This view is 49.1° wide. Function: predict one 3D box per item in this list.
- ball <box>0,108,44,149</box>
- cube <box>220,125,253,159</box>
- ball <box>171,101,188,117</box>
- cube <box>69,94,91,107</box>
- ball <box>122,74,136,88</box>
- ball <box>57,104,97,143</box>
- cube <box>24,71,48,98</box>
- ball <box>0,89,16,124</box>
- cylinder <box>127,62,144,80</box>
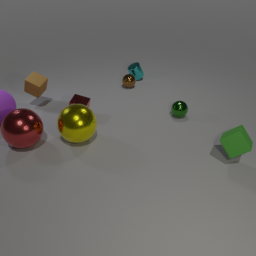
[{"bbox_3d":[-3.655,0.014,9.711,1.400,1.400,1.400,0,32,0],"label":"ball"},{"bbox_3d":[3.432,0.428,8.866,0.700,0.700,0.700,-30,3,33],"label":"cube"},{"bbox_3d":[2.143,-0.790,11.642,0.700,0.700,0.700,0,32,0],"label":"ball"},{"bbox_3d":[-2.014,-0.872,11.588,0.700,0.700,0.700,16,38,1],"label":"cube"},{"bbox_3d":[0.052,-2.389,14.201,0.700,0.700,0.700,0,32,0],"label":"ball"},{"bbox_3d":[-1.802,-0.162,9.952,1.400,1.400,1.400,0,32,0],"label":"ball"},{"bbox_3d":[-3.948,-1.853,12.015,0.700,0.700,0.700,26,47,-1],"label":"cube"},{"bbox_3d":[-5.169,-0.840,11.075,1.400,1.400,1.400,0,32,0],"label":"ball"},{"bbox_3d":[0.422,-3.046,15.046,0.700,0.700,0.700,-20,36,16],"label":"cylinder"}]
